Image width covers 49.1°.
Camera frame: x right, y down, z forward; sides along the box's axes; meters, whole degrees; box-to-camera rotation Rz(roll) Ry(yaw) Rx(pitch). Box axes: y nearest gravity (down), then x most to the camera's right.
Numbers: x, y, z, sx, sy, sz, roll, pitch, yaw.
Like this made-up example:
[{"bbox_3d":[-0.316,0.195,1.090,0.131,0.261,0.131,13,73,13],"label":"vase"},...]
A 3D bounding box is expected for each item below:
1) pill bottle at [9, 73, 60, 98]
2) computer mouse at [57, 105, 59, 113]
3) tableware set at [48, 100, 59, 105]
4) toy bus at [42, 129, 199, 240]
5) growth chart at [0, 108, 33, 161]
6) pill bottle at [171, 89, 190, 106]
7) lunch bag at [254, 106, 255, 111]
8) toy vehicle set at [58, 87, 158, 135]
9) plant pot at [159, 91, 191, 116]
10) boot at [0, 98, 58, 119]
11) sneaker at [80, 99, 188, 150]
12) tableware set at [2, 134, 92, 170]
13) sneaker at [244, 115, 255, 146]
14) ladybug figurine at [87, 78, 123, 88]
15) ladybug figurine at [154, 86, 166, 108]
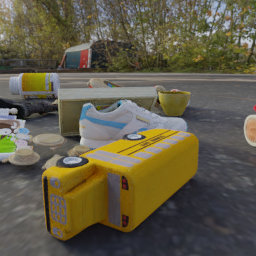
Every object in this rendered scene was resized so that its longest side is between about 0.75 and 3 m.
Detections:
[{"bbox_3d":[-5.277,-2.410,15.978,2.592,1.416,1.416,-1,14,-6],"label":"pill bottle"},{"bbox_3d":[-1.655,-0.652,10.524,1.513,0.605,2.759,-7,15,-27],"label":"computer mouse"},{"bbox_3d":[-2.033,-0.952,11.102,1.995,0.231,1.666,5,4,25],"label":"tableware set"},{"bbox_3d":[0.077,0.722,4.324,1.091,0.907,2.786,10,17,33],"label":"toy bus"},{"bbox_3d":[-3.425,0.081,6.888,1.976,0.242,2.730,-2,28,-24],"label":"growth chart"},{"bbox_3d":[2.324,-1.333,12.917,0.788,0.788,1.381,-1,14,-4],"label":"pill bottle"},{"bbox_3d":[5.285,-0.429,8.067,2.324,1.081,2.638,17,11,-12],"label":"lunch bag"},{"bbox_3d":[-0.616,-0.461,7.974,2.641,1.641,0.350,-3,56,-15],"label":"toy vehicle set"},{"bbox_3d":[1.841,-0.974,11.244,1.262,0.896,1.262,1,13,0],"label":"plant pot"},{"bbox_3d":[-4.077,-0.829,11.271,2.166,0.750,1.885,16,17,26],"label":"boot"},{"bbox_3d":[0.212,-0.126,7.231,2.885,1.165,1.104,-3,12,-16],"label":"sneaker"},{"bbox_3d":[-1.572,0.558,6.048,1.869,0.217,1.561,15,20,19],"label":"tableware set"},{"bbox_3d":[3.817,0.136,6.207,1.196,1.068,2.992,-3,10,-3],"label":"sneaker"},{"bbox_3d":[-0.664,-1.382,11.941,2.374,0.854,1.612,20,21,-18],"label":"ladybug figurine"},{"bbox_3d":[1.306,-1.433,12.565,0.493,0.931,1.371,28,-7,35],"label":"ladybug figurine"}]
